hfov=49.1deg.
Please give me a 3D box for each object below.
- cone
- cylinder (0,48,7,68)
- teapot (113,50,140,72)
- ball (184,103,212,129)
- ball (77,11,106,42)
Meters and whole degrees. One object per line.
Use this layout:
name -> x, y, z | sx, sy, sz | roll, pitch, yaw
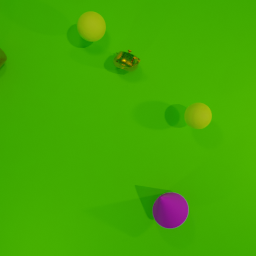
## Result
cone -> 1.065, 2.149, 7.930 | 1.092, 1.096, 1.092 | -12, 53, 17
cylinder -> -4.577, -1.979, 8.243 | 1.386, 1.386, 1.386 | 44, 99, 3
teapot -> -0.063, -2.083, 8.546 | 0.786, 1.263, 0.619 | 13, 99, -42
ball -> 2.029, -0.350, 8.131 | 0.769, 0.769, 0.769 | 0, 86, 0
ball -> -1.073, -2.980, 8.245 | 0.835, 0.835, 0.835 | 0, 86, 0
